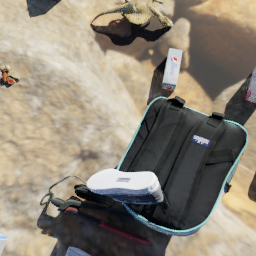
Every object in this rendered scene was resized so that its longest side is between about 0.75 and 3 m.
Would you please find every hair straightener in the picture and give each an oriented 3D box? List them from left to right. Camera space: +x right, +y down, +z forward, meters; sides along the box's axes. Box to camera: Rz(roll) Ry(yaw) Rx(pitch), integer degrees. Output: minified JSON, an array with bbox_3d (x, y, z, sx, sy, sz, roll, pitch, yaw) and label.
[{"bbox_3d":[-0.662,1.910,7.122,2.907,0.595,1.119,17,70,11],"label":"hair straightener"}]

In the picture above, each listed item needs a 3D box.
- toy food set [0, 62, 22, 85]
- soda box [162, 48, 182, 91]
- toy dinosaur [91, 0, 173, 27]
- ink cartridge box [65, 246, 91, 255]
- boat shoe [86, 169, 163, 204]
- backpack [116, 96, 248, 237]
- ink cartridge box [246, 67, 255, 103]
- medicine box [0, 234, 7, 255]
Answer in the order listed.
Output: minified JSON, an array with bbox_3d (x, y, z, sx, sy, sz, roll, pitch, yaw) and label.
[{"bbox_3d":[-3.735,-1.625,8.594,0.853,0.134,0.542,41,75,6],"label":"toy food set"},{"bbox_3d":[1.335,-1.778,8.496,0.425,0.395,1.244,11,70,4],"label":"soda box"},{"bbox_3d":[0.180,-3.947,9.105,2.719,0.791,1.375,7,71,3],"label":"toy dinosaur"},{"bbox_3d":[-1.212,3.492,6.356,0.860,0.481,1.260,14,67,30],"label":"ink cartridge box"},{"bbox_3d":[-0.081,1.066,4.884,1.546,0.524,0.554,-7,29,38],"label":"boat shoe"},{"bbox_3d":[1.064,1.021,6.501,2.451,2.137,2.788,24,64,14],"label":"backpack"},{"bbox_3d":[3.899,-1.388,8.123,0.464,0.822,1.121,19,70,7],"label":"ink cartridge box"},{"bbox_3d":[-4.203,2.540,6.013,2.241,2.041,1.153,18,71,7],"label":"medicine box"}]
